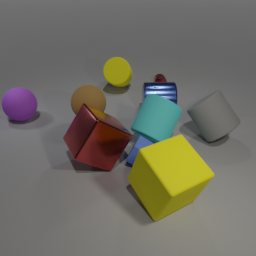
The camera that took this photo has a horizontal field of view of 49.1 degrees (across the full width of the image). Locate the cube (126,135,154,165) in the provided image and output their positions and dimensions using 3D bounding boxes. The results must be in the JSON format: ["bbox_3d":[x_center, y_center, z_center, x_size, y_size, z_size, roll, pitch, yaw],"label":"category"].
[{"bbox_3d":[0.454,0.812,9.023,0.700,0.700,0.700,31,33,2],"label":"cube"}]

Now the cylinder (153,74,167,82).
[{"bbox_3d":[1.773,-2.562,15.442,0.700,0.700,0.700,0,27,1],"label":"cylinder"}]

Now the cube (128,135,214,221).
[{"bbox_3d":[1.042,1.265,7.246,1.400,1.400,1.400,-17,56,-29],"label":"cube"}]

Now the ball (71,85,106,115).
[{"bbox_3d":[-1.568,-1.008,11.135,1.400,1.400,1.400,0,28,0],"label":"ball"}]

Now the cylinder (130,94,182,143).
[{"bbox_3d":[1.002,-0.273,9.933,1.400,1.400,1.400,26,-6,3],"label":"cylinder"}]

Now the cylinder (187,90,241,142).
[{"bbox_3d":[3.123,-0.445,10.280,1.400,1.400,1.400,-34,1,1],"label":"cylinder"}]

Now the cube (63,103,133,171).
[{"bbox_3d":[-0.990,0.291,8.932,1.400,1.400,1.400,25,12,-36],"label":"cube"}]

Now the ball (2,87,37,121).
[{"bbox_3d":[-4.545,-1.000,11.779,1.400,1.400,1.400,0,28,0],"label":"ball"}]

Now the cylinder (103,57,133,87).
[{"bbox_3d":[-0.506,-2.916,14.801,1.400,1.400,1.400,3,3,5],"label":"cylinder"}]

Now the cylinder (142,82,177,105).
[{"bbox_3d":[1.378,-1.326,12.447,1.400,1.400,1.400,-1,28,-1],"label":"cylinder"}]
